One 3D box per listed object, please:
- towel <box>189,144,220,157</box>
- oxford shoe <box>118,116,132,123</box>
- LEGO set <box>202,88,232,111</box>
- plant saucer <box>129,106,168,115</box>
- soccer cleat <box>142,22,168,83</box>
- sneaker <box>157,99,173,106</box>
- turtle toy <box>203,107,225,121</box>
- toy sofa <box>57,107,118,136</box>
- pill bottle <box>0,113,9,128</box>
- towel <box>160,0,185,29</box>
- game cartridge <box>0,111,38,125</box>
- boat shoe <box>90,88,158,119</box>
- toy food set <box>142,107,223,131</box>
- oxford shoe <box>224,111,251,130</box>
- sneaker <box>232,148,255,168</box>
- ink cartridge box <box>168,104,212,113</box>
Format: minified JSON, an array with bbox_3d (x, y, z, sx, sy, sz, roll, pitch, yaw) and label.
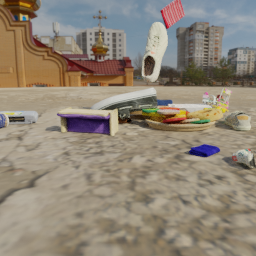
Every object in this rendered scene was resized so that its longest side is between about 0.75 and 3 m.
[{"bbox_3d":[2.032,0.580,7.414,0.564,0.189,0.763,8,14,41],"label":"towel"},{"bbox_3d":[-0.244,-0.363,11.984,0.960,0.342,0.342,-4,16,-36],"label":"oxford shoe"},{"bbox_3d":[5.209,-1.652,15.827,1.373,1.111,2.984,21,9,24],"label":"LEGO set"},{"bbox_3d":[1.106,-0.865,13.668,2.317,0.410,2.317,-1,3,0],"label":"plant saucer"},{"bbox_3d":[1.163,-3.420,12.533,0.963,2.781,1.079,9,2,20],"label":"soccer cleat"},{"bbox_3d":[2.135,-1.605,18.269,1.504,0.527,0.586,0,-2,-5],"label":"sneaker"},{"bbox_3d":[3.845,-0.638,12.781,0.834,0.578,1.144,-3,10,-14],"label":"turtle toy"},{"bbox_3d":[-1.419,-0.212,9.844,2.047,0.848,0.999,3,16,17],"label":"toy sofa"},{"bbox_3d":[-5.139,-0.230,10.655,0.568,0.568,1.024,7,12,32],"label":"pill bottle"},{"bbox_3d":[1.662,-4.231,10.349,1.022,0.739,0.115,-41,38,-16],"label":"towel"},{"bbox_3d":[-5.222,-0.460,12.312,2.369,0.479,1.580,-3,7,-14],"label":"game cartridge"},{"bbox_3d":[-0.125,-0.849,11.522,2.838,1.006,1.023,-16,-3,3],"label":"boat shoe"},{"bbox_3d":[2.097,-0.419,11.263,2.894,0.704,2.864,10,15,43],"label":"toy food set"},{"bbox_3d":[4.421,-0.378,11.258,0.858,0.659,2.283,-1,8,10],"label":"oxford shoe"},{"bbox_3d":[2.665,0.726,6.479,0.448,0.338,0.959,-12,7,18],"label":"sneaker"},{"bbox_3d":[3.240,-0.977,14.940,2.126,0.533,1.711,-2,11,6],"label":"ink cartridge box"}]
